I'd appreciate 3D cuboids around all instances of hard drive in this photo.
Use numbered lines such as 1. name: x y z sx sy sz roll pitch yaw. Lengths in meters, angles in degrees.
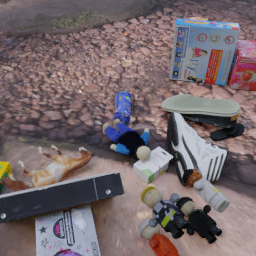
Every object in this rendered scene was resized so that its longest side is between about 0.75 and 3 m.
1. hard drive: -1.639 1.585 6.285 2.883 2.014 0.545 -12 77 -11

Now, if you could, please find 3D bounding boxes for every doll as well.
1. doll: 0.043 0.327 8.451 1.387 0.492 2.032 -22 34 -22

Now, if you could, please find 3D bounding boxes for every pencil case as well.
1. pencil case: -0.195 -0.714 9.800 0.576 0.641 1.477 -24 36 21

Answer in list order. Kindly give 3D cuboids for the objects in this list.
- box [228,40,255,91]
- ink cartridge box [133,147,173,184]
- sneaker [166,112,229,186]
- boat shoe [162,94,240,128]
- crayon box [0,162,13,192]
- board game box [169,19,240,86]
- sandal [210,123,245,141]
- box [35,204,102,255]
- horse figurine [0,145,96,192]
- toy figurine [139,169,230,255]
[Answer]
1. box: 5.627 -2.393 11.005 2.997 1.494 1.431 6 42 6
2. ink cartridge box: 0.736 1.050 8.039 1.065 0.359 0.624 -32 51 -30
3. sneaker: 2.035 0.560 8.303 1.450 0.951 2.520 -1 50 -10
4. boat shoe: 2.368 -0.541 9.477 2.753 0.857 1.027 11 43 35
5. crayon box: -4.033 1.408 7.626 1.310 0.382 1.130 4 41 4
6. board game box: 2.894 -2.937 10.977 2.302 2.351 0.657 9 42 9
7. sandal: 3.295 0.091 9.135 1.321 0.316 0.497 -18 45 -19
8. box: -1.059 2.780 5.366 1.185 1.365 2.066 -11 43 -12
9. horse figurine: -2.241 1.150 7.748 1.569 0.591 2.367 25 41 27
10. toy figurine: 1.141 1.868 6.103 1.797 1.769 1.250 -22 40 -23
